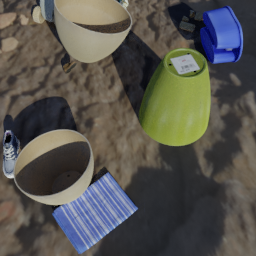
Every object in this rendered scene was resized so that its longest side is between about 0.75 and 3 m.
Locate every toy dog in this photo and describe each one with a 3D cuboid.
[{"bbox_3d":[-3.138,-5.635,11.748,1.811,2.746,1.323,30,41,-10],"label":"toy dog"}]

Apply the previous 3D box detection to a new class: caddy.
[{"bbox_3d":[3.661,-3.549,10.734,1.219,1.641,2.322,-10,58,1],"label":"caddy"}]

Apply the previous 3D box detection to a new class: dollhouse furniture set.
[{"bbox_3d":[2.776,-4.594,12.272,0.788,0.675,0.829,22,94,14],"label":"dollhouse furniture set"}]

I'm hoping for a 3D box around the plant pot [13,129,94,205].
[{"bbox_3d":[-1.825,1.263,7.647,2.056,1.380,2.056,-6,48,7],"label":"plant pot"}]

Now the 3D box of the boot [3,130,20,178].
[{"bbox_3d":[-3.614,0.778,8.504,0.505,0.628,1.389,-10,58,-6],"label":"boot"}]

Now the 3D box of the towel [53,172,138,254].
[{"bbox_3d":[-0.919,2.285,7.770,1.967,0.235,1.424,-33,64,-20],"label":"towel"}]

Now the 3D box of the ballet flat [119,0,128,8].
[{"bbox_3d":[-0.260,-5.638,12.818,0.520,0.520,1.445,14,58,9],"label":"ballet flat"}]

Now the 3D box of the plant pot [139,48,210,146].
[{"bbox_3d":[1.563,-1.088,8.583,2.364,2.526,2.364,0,57,0],"label":"plant pot"}]

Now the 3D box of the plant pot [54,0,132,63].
[{"bbox_3d":[-1.412,-3.461,10.143,2.704,1.815,2.704,12,48,-14],"label":"plant pot"}]

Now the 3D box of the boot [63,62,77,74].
[{"bbox_3d":[-2.164,-2.291,10.304,0.290,0.787,0.297,-26,92,-42],"label":"boot"}]
